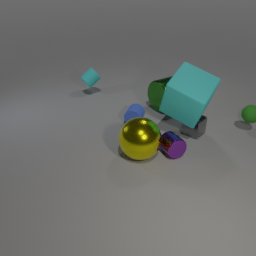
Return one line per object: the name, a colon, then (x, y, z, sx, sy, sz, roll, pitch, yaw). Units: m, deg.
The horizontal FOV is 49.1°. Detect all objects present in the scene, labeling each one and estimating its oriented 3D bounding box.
cube: (2.115, -1.138, 9.741, 1.400, 1.400, 1.400, 30, 58, 14)
cylinder: (-1.819, -2.446, 13.633, 0.700, 0.700, 0.700, -44, 40, -2)
cylinder: (0.269, -0.543, 11.340, 0.700, 0.700, 0.700, 8, 31, 14)
cylinder: (1.487, 0.556, 9.373, 0.700, 0.700, 0.700, -12, 28, -19)
cube: (2.489, -0.103, 10.573, 0.700, 0.700, 0.700, 23, 37, 34)
ball: (4.684, -0.533, 10.645, 0.700, 0.700, 0.700, 0, 30, 0)
cylinder: (1.816, -1.535, 12.345, 1.400, 1.400, 1.400, -19, 35, -29)
ball: (0.394, 0.345, 9.116, 1.400, 1.400, 1.400, 0, 30, 0)
